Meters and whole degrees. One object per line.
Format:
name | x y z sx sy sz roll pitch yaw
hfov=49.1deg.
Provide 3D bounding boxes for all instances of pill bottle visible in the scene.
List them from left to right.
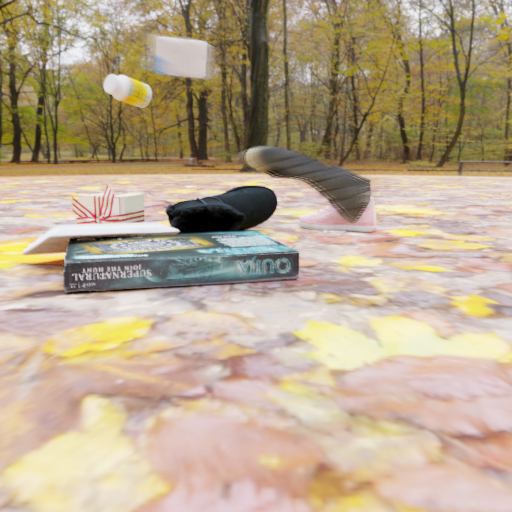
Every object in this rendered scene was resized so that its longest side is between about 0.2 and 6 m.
pill bottle | -3.307 -4.257 14.391 0.634 0.634 1.124 9 1 38

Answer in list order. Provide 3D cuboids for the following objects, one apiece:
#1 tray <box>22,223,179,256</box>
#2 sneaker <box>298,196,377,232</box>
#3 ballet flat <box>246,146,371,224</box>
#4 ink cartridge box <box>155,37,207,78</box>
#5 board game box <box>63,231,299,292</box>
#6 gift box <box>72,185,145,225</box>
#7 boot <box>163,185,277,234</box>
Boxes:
tray | -3.065 -0.379 11.180 2.773 0.307 1.489 -5 -11 -43
sneaker | 2.245 -1.291 15.497 2.224 1.163 0.837 4 13 26
ballet flat | 0.661 -1.177 8.502 2.413 0.685 0.802 28 11 41
ink cartridge box | -1.232 -3.269 9.222 0.781 0.567 0.327 8 22 4
board game box | -1.429 0.030 10.127 3.826 0.539 2.588 -3 11 -15
gift box | -3.523 -0.999 13.369 1.309 1.419 1.325 -2 11 18
boot | -0.785 -1.034 14.012 3.219 1.191 2.638 -9 10 -10
